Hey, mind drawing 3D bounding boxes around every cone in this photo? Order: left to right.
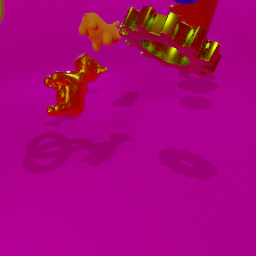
[{"bbox_3d":[2.195,-3.166,8.906,1.616,1.622,1.616,-11,19,4],"label":"cone"}]

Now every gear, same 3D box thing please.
[{"bbox_3d":[0.602,-1.225,4.127,1.500,0.277,1.500,25,1,0],"label":"gear"}]

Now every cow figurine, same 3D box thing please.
[{"bbox_3d":[-1.012,-0.836,5.727,1.315,1.337,0.734,-4,-1,-38],"label":"cow figurine"},{"bbox_3d":[-0.767,-2.820,7.999,0.742,1.351,1.330,-21,47,29],"label":"cow figurine"}]

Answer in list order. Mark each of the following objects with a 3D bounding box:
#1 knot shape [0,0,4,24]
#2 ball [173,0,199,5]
[{"bbox_3d":[-2.991,-1.893,4.280,1.669,0.824,1.783,36,79,11],"label":"knot shape"},{"bbox_3d":[1.401,-3.509,6.587,1.124,1.124,1.124,0,29,0],"label":"ball"}]
